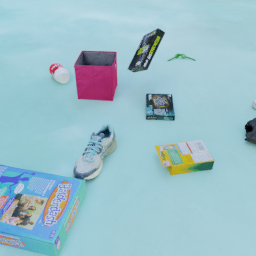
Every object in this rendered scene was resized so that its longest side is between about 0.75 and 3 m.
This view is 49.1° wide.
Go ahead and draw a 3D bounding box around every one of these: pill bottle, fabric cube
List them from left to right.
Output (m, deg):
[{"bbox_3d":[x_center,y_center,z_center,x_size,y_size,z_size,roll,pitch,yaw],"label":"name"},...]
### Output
[{"bbox_3d":[-3.394,-2.723,13.883,0.735,0.735,1.309,-20,41,-25],"label":"pill bottle"},{"bbox_3d":[-1.371,-2.374,12.642,1.693,1.687,1.661,3,36,4],"label":"fabric cube"}]

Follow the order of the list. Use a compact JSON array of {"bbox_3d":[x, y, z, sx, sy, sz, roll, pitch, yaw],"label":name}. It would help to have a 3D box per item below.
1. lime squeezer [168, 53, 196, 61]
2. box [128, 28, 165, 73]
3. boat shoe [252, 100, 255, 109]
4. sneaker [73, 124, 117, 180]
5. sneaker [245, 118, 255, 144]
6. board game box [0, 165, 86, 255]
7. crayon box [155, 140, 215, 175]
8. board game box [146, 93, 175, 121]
[{"bbox_3d":[3.051,-4.063,16.031,1.614,0.304,0.570,0,37,-1],"label":"lime squeezer"},{"bbox_3d":[0.720,-3.179,11.698,0.413,1.679,1.738,28,-1,-19],"label":"box"},{"bbox_3d":[6.262,-0.936,11.511,2.107,0.736,0.747,20,41,24],"label":"boat shoe"},{"bbox_3d":[-1.122,0.684,9.140,0.905,1.007,2.333,13,39,17],"label":"sneaker"},{"bbox_3d":[4.915,-0.124,10.456,0.971,0.813,2.140,10,34,27],"label":"sneaker"},{"bbox_3d":[-2.773,2.106,7.577,2.743,0.617,2.086,8,38,11],"label":"board game box"},{"bbox_3d":[1.809,0.967,9.242,1.703,0.439,1.071,-6,37,-9],"label":"crayon box"},{"bbox_3d":[1.341,-0.925,11.909,1.184,0.246,1.750,2,37,3],"label":"board game box"}]
